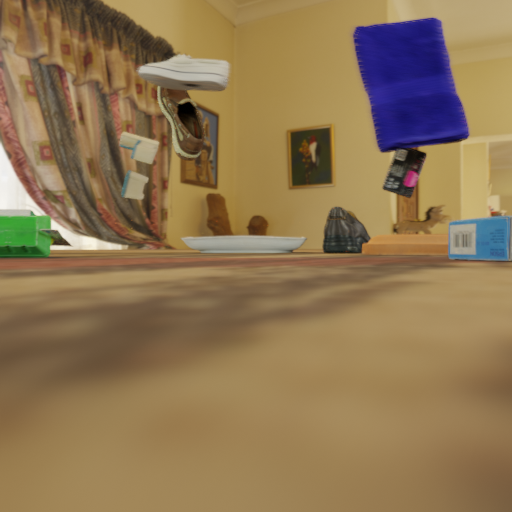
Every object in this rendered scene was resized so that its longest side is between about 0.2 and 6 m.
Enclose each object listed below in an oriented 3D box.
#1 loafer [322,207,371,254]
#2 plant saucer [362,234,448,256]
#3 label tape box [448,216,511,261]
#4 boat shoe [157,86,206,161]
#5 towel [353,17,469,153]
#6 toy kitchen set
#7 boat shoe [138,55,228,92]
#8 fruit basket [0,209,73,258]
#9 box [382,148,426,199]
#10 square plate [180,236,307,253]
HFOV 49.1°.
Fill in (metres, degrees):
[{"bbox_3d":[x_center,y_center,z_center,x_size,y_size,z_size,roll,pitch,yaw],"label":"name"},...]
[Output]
[{"bbox_3d":[2.308,-0.590,13.760,1.064,1.057,2.923,-1,0,15],"label":"loafer"},{"bbox_3d":[3.293,-0.207,10.708,2.498,0.403,2.498,-1,1,0],"label":"plant saucer"},{"bbox_3d":[2.888,-0.167,5.787,1.403,0.444,1.012,0,1,-13],"label":"label tape box"},{"bbox_3d":[-1.551,-3.179,12.256,0.799,2.163,0.800,-8,-22,-33],"label":"boat shoe"},{"bbox_3d":[3.108,-3.440,11.123,1.946,2.636,0.653,-11,-8,-13],"label":"towel"},{"bbox_3d":[-3.021,-2.196,13.657,0.923,1.255,1.566,15,18,-11],"label":"toy kitchen set"},{"bbox_3d":[-1.454,-3.750,11.299,1.839,0.604,0.662,8,-7,16],"label":"boat shoe"},{"bbox_3d":[-3.282,-0.275,7.795,1.250,0.633,1.350,0,-2,-9],"label":"fruit basket"},{"bbox_3d":[3.369,-1.905,12.751,0.690,1.044,0.599,21,7,15],"label":"box"},{"bbox_3d":[-0.250,-0.301,15.232,3.158,0.449,3.128,0,1,3],"label":"square plate"}]
